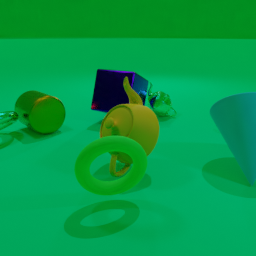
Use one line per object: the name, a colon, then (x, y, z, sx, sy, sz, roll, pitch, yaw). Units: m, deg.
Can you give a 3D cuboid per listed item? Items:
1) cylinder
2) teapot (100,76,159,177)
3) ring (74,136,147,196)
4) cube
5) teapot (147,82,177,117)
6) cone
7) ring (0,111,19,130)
cylinder: (-2.329, -0.430, 7.412, 1.000, 1.000, 1.000, -16, 25, -39)
teapot: (-0.031, -0.006, 5.225, 1.164, 1.872, 0.917, -4, -21, 42)
ring: (-0.240, 0.578, 4.134, 1.084, 1.084, 0.217, -4, 34, -12)
cube: (-0.212, -0.963, 8.083, 1.171, 1.171, 1.171, 9, 1, 24)
teapot: (0.998, -0.830, 8.648, 1.307, 0.640, 0.813, 46, 32, 0)
cone: (2.221, 0.335, 5.093, 1.439, 1.444, 1.439, 7, -23, 3)
ring: (-3.281, -0.069, 6.744, 1.293, 0.259, 1.293, -25, 2, 1)
